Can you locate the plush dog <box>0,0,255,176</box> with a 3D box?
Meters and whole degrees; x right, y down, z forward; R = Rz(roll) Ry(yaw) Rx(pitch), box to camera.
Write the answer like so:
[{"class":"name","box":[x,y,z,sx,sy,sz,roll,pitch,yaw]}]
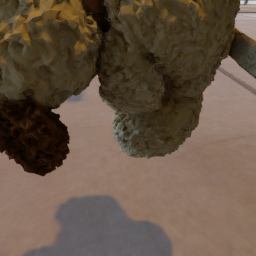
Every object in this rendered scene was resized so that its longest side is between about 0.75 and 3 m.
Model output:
[{"class":"plush dog","box":[-0.362,-0.980,2.488,2.503,2.914,2.338,-16,-3,-23]}]
